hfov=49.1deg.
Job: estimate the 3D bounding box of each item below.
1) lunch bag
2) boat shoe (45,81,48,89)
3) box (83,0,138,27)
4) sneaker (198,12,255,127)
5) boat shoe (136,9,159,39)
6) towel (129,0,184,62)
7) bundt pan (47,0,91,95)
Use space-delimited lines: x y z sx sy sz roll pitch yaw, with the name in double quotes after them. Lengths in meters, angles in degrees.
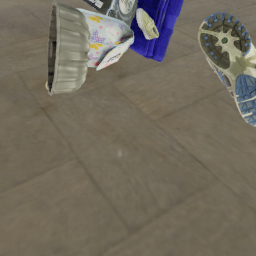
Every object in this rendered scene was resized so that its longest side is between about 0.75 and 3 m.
-0.879 -2.444 8.155 1.816 1.540 1.154 5 77 -24 "lunch bag"
-1.700 -1.284 7.468 1.002 0.370 0.371 -41 34 -25 "boat shoe"
-0.356 -5.120 10.021 2.864 2.294 0.623 15 25 -52 "box"
2.328 -1.182 5.730 1.032 2.678 1.141 -33 18 14 "sneaker"
0.517 -2.712 7.280 0.343 1.106 0.398 0 76 22 "boat shoe"
0.742 -3.526 8.334 0.670 2.704 1.997 3 25 -34 "towel"
-1.198 -1.519 5.589 0.675 1.800 1.800 2 40 -22 "bundt pan"
